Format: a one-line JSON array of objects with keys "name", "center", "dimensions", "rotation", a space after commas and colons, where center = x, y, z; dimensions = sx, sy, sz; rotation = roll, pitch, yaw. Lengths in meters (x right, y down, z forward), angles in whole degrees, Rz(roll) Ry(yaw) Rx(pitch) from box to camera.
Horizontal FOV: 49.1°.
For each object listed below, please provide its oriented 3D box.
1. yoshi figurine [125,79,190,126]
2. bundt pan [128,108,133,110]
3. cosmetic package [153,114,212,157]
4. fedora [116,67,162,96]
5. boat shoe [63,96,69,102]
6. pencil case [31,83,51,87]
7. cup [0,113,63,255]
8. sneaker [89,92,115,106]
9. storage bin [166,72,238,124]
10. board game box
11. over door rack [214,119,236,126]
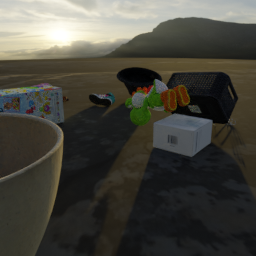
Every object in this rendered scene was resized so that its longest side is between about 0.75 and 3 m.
[{"name": "yoshi figurine", "center": [0.827, -0.644, 9.179], "dimensions": [1.306, 1.301, 2.323], "rotation": [38, -25, -31]}, {"name": "bundt pan", "center": [0.527, -1.157, 13.364], "dimensions": [1.071, 0.402, 1.071], "rotation": [1, 18, 0]}, {"name": "cosmetic package", "center": [1.678, 0.158, 8.570], "dimensions": [1.329, 0.820, 1.334], "rotation": [13, 21, 35]}, {"name": "fedora", "center": [0.596, -2.459, 15.773], "dimensions": [2.641, 1.206, 2.641], "rotation": [1, 32, -1]}, {"name": "boat shoe", "center": [-3.423, -1.507, 14.745], "dimensions": [0.849, 0.306, 0.306], "rotation": [1, -16, 40]}, {"name": "pencil case", "center": [-4.570, -1.338, 12.845], "dimensions": [1.174, 1.174, 2.686], "rotation": [9, 20, 25]}, {"name": "cup", "center": [-2.201, 1.137, 3.489], "dimensions": [2.858, 2.044, 2.858], "rotation": [0, 17, 0]}, {"name": "sneaker", "center": [-1.211, -1.520, 14.143], "dimensions": [1.391, 0.582, 0.840], "rotation": [18, 29, 25]}, {"name": "storage bin", "center": [2.649, -1.138, 10.544], "dimensions": [2.404, 1.625, 1.127], "rotation": [11, 62, 44]}, {"name": "board game box", "center": [-3.916, -0.737, 10.393], "dimensions": [2.656, 1.393, 1.368], "rotation": [-15, 22, -41]}, {"name": "over door rack", "center": [3.674, -0.310, 10.916], "dimensions": [0.850, 0.283, 0.628], "rotation": [-1, 17, -3]}]
